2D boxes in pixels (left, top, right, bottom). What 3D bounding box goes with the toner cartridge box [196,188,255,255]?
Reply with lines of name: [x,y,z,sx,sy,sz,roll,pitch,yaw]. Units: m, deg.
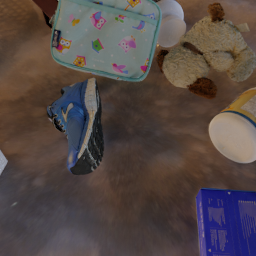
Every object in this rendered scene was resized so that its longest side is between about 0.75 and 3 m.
toner cartridge box: [2.006,2.424,5.319,1.188,0.540,2.501,4,54,2]

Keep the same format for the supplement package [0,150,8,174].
supplement package: [-3.799,0.735,6.349,1.619,0.921,0.887,10,52,8]

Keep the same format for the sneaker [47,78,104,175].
sneaker: [-1.320,-0.055,6.967,1.304,1.149,2.926,-9,45,2]

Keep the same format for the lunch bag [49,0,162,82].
lunch bag: [-0.650,-2.686,7.872,2.993,2.400,1.154,14,11,-1]

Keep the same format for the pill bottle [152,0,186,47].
pill bottle: [0.882,-3.933,9.504,1.491,1.491,2.651,-17,54,-12]

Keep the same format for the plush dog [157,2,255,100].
plush dog: [2.037,-2.083,8.072,2.219,2.073,2.584,-48,58,1]

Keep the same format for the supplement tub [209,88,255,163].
supplement tub: [2.998,-0.162,6.745,1.827,1.321,1.321,-35,61,-26]

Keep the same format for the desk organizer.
desk organizer: [-2.920,-4.367,10.365,0.723,0.673,1.878,-32,59,-19]
